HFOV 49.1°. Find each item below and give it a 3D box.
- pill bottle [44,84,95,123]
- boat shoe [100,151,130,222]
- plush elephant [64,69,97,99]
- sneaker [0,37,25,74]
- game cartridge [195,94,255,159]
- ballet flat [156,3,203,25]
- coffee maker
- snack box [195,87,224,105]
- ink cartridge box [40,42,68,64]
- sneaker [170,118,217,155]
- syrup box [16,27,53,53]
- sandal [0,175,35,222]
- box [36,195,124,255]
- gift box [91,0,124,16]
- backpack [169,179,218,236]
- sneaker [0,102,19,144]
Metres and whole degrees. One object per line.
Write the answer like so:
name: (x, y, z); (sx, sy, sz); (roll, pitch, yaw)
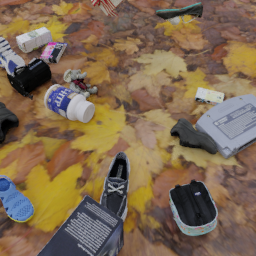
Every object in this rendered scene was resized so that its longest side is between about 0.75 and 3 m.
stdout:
pill bottle: (-2.078, -0.842, 10.114); (1.658, 0.992, 0.992); (24, 55, 19)
boat shoe: (-0.333, 1.733, 8.131); (0.824, 0.779, 2.298); (9, 51, 7)
plush elephant: (-1.898, -1.780, 10.768); (1.316, 1.019, 1.084); (8, 22, 20)
sneaker: (-4.977, -2.777, 11.863); (0.788, 1.126, 1.950); (-33, 87, -23)
game cartridge: (3.846, -0.197, 9.912); (2.741, 0.569, 1.825); (-25, 51, -19)
ballet flat: (1.662, -3.565, 8.863); (1.556, 0.532, 0.529); (-12, 19, -4)
coffee maker: (-3.778, -1.959, 11.186); (1.400, 0.981, 1.457); (47, 62, -2)
snack box: (3.185, -1.217, 10.932); (1.031, 0.191, 0.599); (16, 52, 13)
ink cartridge box: (-3.359, -3.539, 12.803); (0.752, 0.295, 1.589); (7, 49, 6)
sneaker: (2.167, 0.419, 9.398); (0.798, 0.668, 1.759); (-40, 54, -17)
syrup box: (-4.337, -4.107, 13.032); (1.486, 0.605, 0.585); (-34, 58, -25)
sandal: (-3.346, 1.963, 7.973); (1.755, 0.764, 0.697); (35, 57, 23)
box: (-1.025, 2.909, 6.484); (1.140, 1.851, 1.836); (28, 57, 21)
gift box: (-0.422, -4.285, 8.574); (1.364, 1.259, 1.274); (45, 68, -13)
backpack: (1.770, 2.224, 7.565); (1.153, 0.978, 1.299); (-14, 38, -5)
sneaker: (-4.825, 0.240, 9.278); (1.226, 1.026, 2.702); (31, 60, 13)
